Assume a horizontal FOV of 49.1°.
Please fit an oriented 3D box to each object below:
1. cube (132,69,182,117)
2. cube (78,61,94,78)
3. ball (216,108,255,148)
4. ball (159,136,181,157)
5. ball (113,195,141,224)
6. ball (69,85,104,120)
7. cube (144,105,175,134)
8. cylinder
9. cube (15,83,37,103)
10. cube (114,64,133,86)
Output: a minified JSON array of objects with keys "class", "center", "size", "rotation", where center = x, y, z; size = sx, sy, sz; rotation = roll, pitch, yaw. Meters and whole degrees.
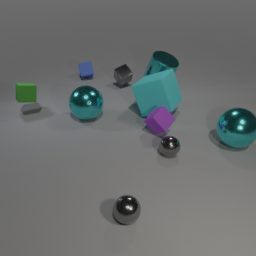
[{"class":"cube","center":[1.227,-1.448,11.590],"size":[1.400,1.400,1.400],"rotation":[-9,21,33]},{"class":"cube","center":[-2.296,-3.192,15.322],"size":[0.700,0.700,0.700],"rotation":[-13,5,-8]},{"class":"ball","center":[3.775,-0.005,9.648],"size":[1.400,1.400,1.400],"rotation":[0,31,0]},{"class":"ball","center":[1.390,0.609,9.306],"size":[0.700,0.700,0.700],"rotation":[0,31,0]},{"class":"ball","center":[-0.026,2.017,6.958],"size":[0.700,0.700,0.700],"rotation":[0,31,0]},{"class":"ball","center":[-1.692,-1.021,11.347],"size":[1.400,1.400,1.400],"rotation":[0,31,0]},{"class":"cube","center":[1.160,-0.285,10.299],"size":[0.700,0.700,0.700],"rotation":[-47,12,-26]},{"class":"cylinder","center":[1.648,-2.906,14.078],"size":[1.400,1.400,1.400],"rotation":[13,43,-13]},{"class":"cube","center":[-4.186,-1.450,11.488],"size":[0.700,0.700,0.700],"rotation":[-4,17,-31]},{"class":"cube","center":[-0.247,-2.686,14.234],"size":[0.700,0.700,0.700],"rotation":[-31,73,-18]}]
